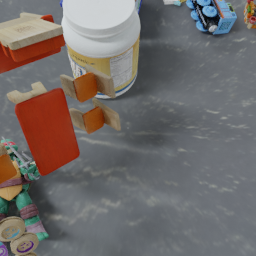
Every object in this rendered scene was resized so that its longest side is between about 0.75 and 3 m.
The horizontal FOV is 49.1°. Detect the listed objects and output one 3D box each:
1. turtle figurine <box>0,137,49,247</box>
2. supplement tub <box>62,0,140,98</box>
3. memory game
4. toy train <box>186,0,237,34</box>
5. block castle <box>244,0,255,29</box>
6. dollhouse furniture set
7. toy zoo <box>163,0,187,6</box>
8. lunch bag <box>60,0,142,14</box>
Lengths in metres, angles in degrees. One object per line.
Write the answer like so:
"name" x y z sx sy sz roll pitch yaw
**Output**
"turtle figurine" -2.862 1.293 6.652 2.183 1.468 2.916 -15 82 9
"supplement tub" -0.673 -2.251 7.515 1.947 2.692 1.947 0 64 0
"memory game" -1.888 1.635 3.259 1.692 1.692 0.108 -29 38 -12
"toy train" 2.752 -4.041 9.404 1.151 0.873 2.014 -7 64 -13
"block castle" 4.418 -3.939 9.492 0.763 0.536 1.142 5 66 3
"dollhouse furniture set" -1.513 -0.366 4.926 2.912 2.881 1.500 -30 42 -27
"toy zoo" 1.636 -4.986 10.173 0.964 0.150 1.469 -15 67 -7
"lunch bag" -0.657 -4.524 9.158 2.298 1.674 2.703 9 74 4
